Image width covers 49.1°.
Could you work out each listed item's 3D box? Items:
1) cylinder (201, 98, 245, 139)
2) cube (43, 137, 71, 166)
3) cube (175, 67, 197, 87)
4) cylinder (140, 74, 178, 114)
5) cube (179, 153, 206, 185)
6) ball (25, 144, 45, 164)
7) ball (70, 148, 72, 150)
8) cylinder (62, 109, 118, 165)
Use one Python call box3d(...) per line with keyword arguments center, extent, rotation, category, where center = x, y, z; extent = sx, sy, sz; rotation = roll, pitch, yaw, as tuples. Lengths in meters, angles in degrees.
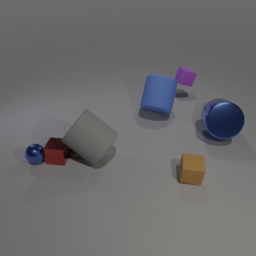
box3d(center=(3.625, -0.391, 10.877), extent=(1.400, 1.400, 1.400), rotation=(4, 12, 7), category="cylinder")
box3d(center=(-2.497, 0.823, 9.914), extent=(0.700, 0.700, 0.700), rotation=(4, 31, 7), category="cube")
box3d(center=(2.842, -2.536, 13.844), extent=(0.700, 0.700, 0.700), rotation=(8, 25, -21), category="cube")
box3d(center=(1.364, -1.474, 12.354), extent=(1.400, 1.400, 1.400), rotation=(13, -4, 1), category="cylinder")
box3d(center=(2.039, 1.307, 8.955), extent=(0.700, 0.700, 0.700), rotation=(7, 42, 4), category="cube")
box3d(center=(-3.233, 0.894, 9.787), extent=(0.700, 0.700, 0.700), rotation=(0, 31, 0), category="ball")
box3d(center=(-2.040, 0.490, 10.469), extent=(0.700, 0.700, 0.700), rotation=(0, 31, 0), category="ball")
box3d(center=(-1.297, 0.308, 9.589), extent=(1.400, 1.400, 1.400), rotation=(38, 34, -8), category="cylinder")
